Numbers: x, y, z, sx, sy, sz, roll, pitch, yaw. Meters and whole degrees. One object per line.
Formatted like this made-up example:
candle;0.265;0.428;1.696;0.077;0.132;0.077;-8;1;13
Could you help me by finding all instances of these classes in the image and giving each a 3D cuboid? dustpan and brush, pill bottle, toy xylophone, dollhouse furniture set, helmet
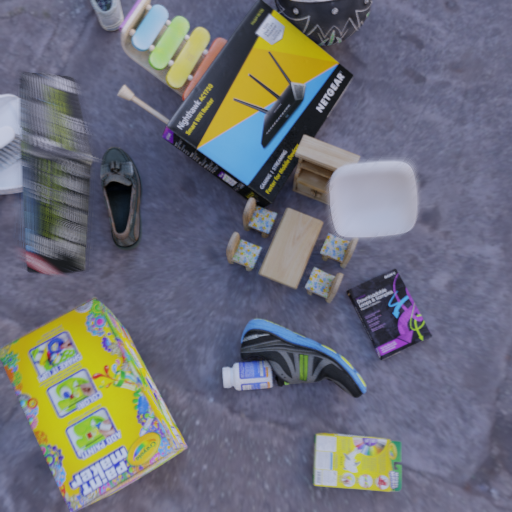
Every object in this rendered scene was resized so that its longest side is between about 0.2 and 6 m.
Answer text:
dustpan and brush;-6.211;-1.989;11.939;3.498;1.001;2.442;-32;76;-9
pill bottle;-0.169;2.340;10.935;0.947;0.531;0.531;-4;74;-1
toy xylophone;-1.603;-3.957;12.147;3.116;0.783;2.282;25;78;-24
dollhouse furniture set;0.934;-0.725;11.180;2.314;1.754;2.640;22;75;6
helmet;1.465;-5.820;12.334;2.408;2.408;2.296;-9;98;-3

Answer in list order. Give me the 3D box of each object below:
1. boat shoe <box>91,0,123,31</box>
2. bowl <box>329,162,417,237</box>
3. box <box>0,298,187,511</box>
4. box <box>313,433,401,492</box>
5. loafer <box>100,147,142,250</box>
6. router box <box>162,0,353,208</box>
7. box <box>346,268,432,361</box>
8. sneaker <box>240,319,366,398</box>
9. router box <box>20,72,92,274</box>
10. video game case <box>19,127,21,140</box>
boat shoe;-3.676;-6.442;13.358;0.745;0.760;2.135;-17;75;-5
bowl;1.941;-0.987;9.318;1.384;1.386;0.517;-3;41;13
box;-2.616;2.556;9.629;1.711;2.805;2.702;-29;75;-12
box;1.906;3.891;10.565;1.624;0.393;0.953;4;73;4
loafer;-2.856;-1.326;11.883;0.847;0.741;2.356;-11;74;-3
router box;0.078;-3.191;11.937;2.647;0.906;3.549;35;76;-11
box;2.691;1.170;11.402;1.132;0.286;1.584;-24;74;-7
sneaker;0.880;2.126;10.883;2.587;0.917;1.072;22;84;11
router box;-3.247;-1.367;8.884;0.863;2.083;2.779;-1;39;-24
video game case;-4.159;-2.632;11.169;1.182;0.140;1.076;-30;38;-6
